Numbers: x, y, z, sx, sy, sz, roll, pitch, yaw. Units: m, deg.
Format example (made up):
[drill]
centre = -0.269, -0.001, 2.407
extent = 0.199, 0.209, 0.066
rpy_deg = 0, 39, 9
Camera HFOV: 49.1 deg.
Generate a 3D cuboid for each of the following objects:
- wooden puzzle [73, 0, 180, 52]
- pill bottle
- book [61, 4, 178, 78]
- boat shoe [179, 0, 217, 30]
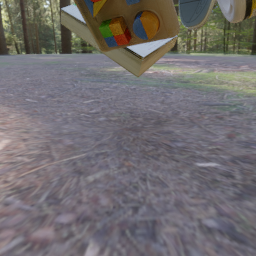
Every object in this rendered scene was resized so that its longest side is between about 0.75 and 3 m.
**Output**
[wooden puzzle]
centre = -0.086, -2.251, 5.345
extent = 1.803, 1.670, 0.417
rpy_deg = -6, 46, 26
[pill bottle]
centre = 2.476, -2.567, 4.259
extent = 2.145, 1.194, 1.194
rpy_deg = -19, 15, 11
[book]
centre = -0.215, -2.569, 7.323
extent = 2.574, 0.619, 1.720
rpy_deg = 35, 52, 15
[boat shoe]
centre = 2.119, -3.843, 7.634
extent = 1.041, 2.825, 0.906
rpy_deg = -3, -22, 39
